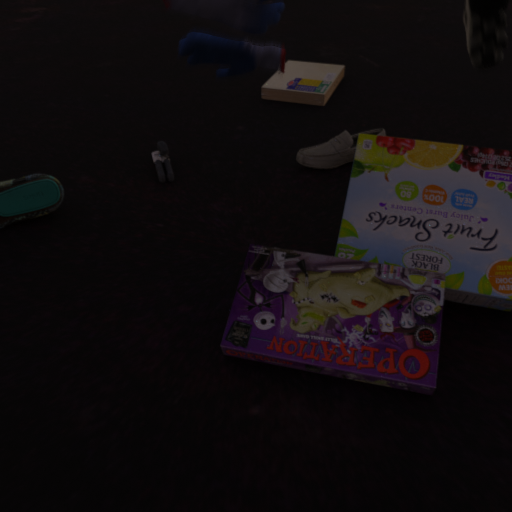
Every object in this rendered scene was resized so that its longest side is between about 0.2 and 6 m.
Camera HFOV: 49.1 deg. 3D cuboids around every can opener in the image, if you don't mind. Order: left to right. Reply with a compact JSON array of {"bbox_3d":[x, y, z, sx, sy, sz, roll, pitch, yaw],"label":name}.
[{"bbox_3d":[-1.967,-2.002,11.735,0.345,0.433,1.294,-9,36,-12],"label":"can opener"}]

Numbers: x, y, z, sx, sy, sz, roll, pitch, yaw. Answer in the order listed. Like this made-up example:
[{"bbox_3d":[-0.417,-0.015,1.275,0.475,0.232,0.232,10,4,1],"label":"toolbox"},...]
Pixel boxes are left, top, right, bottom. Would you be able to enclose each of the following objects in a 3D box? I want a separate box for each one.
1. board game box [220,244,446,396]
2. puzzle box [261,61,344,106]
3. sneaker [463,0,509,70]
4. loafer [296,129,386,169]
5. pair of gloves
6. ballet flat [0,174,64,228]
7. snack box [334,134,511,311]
[{"bbox_3d":[1.030,0.767,7.368,2.690,0.434,1.615,8,64,12],"label":"board game box"},{"bbox_3d":[1.386,-4.998,16.059,1.801,0.344,2.706,12,37,15],"label":"puzzle box"},{"bbox_3d":[3.173,-3.600,7.795,0.664,1.791,0.793,-4,47,6],"label":"sneaker"},{"bbox_3d":[1.826,-2.327,11.952,2.036,0.710,0.712,-12,37,-17],"label":"loafer"},{"bbox_3d":[-0.529,-4.137,10.260,2.222,2.764,0.315,11,75,11],"label":"pair of gloves"},{"bbox_3d":[-4.743,-0.855,9.926,2.590,0.961,0.961,-12,37,-20],"label":"ballet flat"},{"bbox_3d":[2.619,-0.519,8.275,2.610,0.883,2.201,10,78,15],"label":"snack box"}]
